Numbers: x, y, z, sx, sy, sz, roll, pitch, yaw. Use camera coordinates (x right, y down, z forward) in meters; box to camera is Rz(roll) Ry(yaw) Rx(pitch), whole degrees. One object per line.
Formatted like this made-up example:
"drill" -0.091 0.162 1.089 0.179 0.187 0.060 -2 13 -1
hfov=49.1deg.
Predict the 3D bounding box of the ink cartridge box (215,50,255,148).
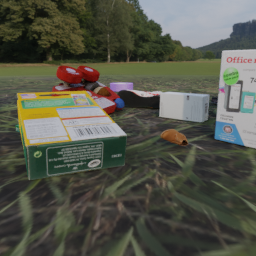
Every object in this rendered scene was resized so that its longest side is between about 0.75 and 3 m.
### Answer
"ink cartridge box" 3.050 -0.702 6.294 1.492 2.043 1.499 -11 17 -41

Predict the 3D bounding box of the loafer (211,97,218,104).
"loafer" 4.400 -1.257 11.990 0.684 0.600 1.904 -8 15 -32

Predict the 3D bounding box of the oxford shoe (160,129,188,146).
"oxford shoe" 0.980 0.210 5.788 0.757 0.270 0.270 12 31 -38

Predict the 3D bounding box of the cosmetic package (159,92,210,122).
"cosmetic package" 1.805 -0.706 9.082 1.505 0.849 0.611 7 14 34

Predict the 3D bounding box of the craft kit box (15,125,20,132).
"craft kit box" -2.421 -0.010 7.511 0.836 0.203 0.826 11 14 38

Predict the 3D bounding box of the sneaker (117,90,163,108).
"sneaker" 0.666 -1.219 11.690 2.073 0.692 1.111 9 14 21

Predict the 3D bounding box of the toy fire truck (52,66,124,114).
"toy fire truck" -1.385 -1.135 10.223 2.282 1.524 2.718 31 24 18

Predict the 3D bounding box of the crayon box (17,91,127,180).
"crayon box" -1.255 -0.039 5.529 1.620 0.665 2.577 -5 26 -23

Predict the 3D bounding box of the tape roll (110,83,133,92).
"tape roll" -0.430 -2.754 18.773 1.529 0.502 1.529 1 12 0
